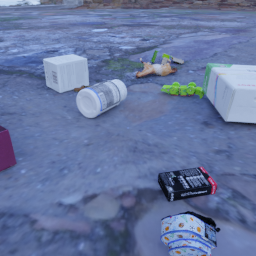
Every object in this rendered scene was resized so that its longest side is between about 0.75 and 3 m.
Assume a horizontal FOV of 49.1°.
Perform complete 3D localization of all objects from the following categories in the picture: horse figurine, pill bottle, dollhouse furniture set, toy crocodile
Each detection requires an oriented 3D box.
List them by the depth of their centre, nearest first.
[{"bbox_3d":[-0.842,-1.065,9.574,0.982,0.982,1.726,17,30,29],"label":"pill bottle"},{"bbox_3d":[2.126,-1.466,10.944,1.680,0.519,0.567,4,29,17],"label":"toy crocodile"},{"bbox_3d":[1.396,-2.850,13.366,2.170,0.542,1.438,3,38,-4],"label":"horse figurine"},{"bbox_3d":[2.154,-3.662,15.281,1.668,0.644,0.834,17,19,-9],"label":"dollhouse furniture set"}]

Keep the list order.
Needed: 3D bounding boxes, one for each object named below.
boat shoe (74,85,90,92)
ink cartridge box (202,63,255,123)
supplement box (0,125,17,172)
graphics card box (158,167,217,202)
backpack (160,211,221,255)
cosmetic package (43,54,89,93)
[{"bbox_3d":[-1.812,-1.617,11.380,0.808,0.275,0.291,1,28,2],"label":"boat shoe"},{"bbox_3d":[3.796,-1.214,9.239,1.924,1.158,2.647,3,27,-5],"label":"ink cartridge box"},{"bbox_3d":[-4.028,0.350,6.835,2.408,1.031,1.329,21,34,34],"label":"supplement box"},{"bbox_3d":[1.263,1.196,6.060,1.094,0.278,0.686,-6,29,-13],"label":"graphics card box"},{"bbox_3d":[0.894,1.699,4.374,0.830,0.790,0.639,-36,23,31],"label":"backpack"},{"bbox_3d":[-2.554,-2.303,11.679,1.431,1.197,1.190,-22,34,-36],"label":"cosmetic package"}]
